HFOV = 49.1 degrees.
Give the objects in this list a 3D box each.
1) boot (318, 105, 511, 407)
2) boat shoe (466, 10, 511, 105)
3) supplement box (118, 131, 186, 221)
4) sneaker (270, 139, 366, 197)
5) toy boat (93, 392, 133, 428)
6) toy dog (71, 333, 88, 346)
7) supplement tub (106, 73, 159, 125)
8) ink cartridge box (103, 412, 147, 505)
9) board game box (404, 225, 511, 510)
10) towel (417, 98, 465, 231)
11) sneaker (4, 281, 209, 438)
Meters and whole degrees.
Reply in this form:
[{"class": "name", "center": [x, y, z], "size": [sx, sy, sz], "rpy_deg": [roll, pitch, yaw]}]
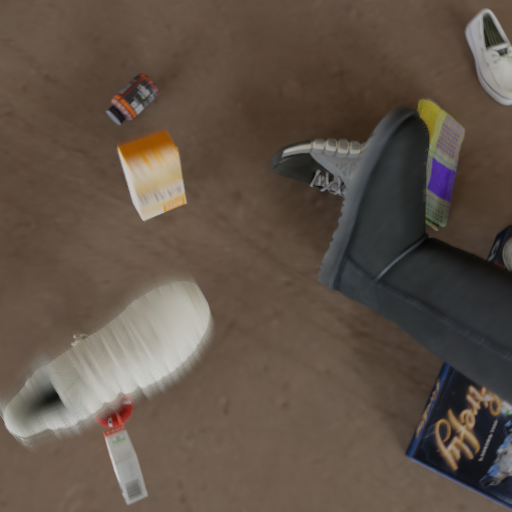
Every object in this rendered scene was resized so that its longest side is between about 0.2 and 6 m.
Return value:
[{"class": "boot", "center": [3.024, 0.146, 7.708], "size": [3.906, 3.219, 1.282], "rpy_deg": [35, 44, 25]}, {"class": "boat shoe", "center": [4.356, -3.640, 10.244], "size": [0.654, 0.594, 1.778], "rpy_deg": [-22, 78, -5]}, {"class": "supplement box", "center": [-1.681, -1.298, 9.224], "size": [0.848, 1.345, 0.495], "rpy_deg": [-24, 58, -15]}, {"class": "sneaker", "center": [1.570, -1.118, 9.502], "size": [2.628, 0.986, 1.518], "rpy_deg": [-1, 79, -1]}, {"class": "toy boat", "center": [-2.308, 2.223, 8.898], "size": [0.633, 0.634, 0.971], "rpy_deg": [-4, 77, -1]}, {"class": "toy dog", "center": [-2.833, 1.441, 9.191], "size": [0.399, 0.412, 0.287], "rpy_deg": [27, 79, 6]}, {"class": "supplement tub", "center": [-2.247, -2.810, 10.106], "size": [0.508, 0.508, 0.949], "rpy_deg": [42, 81, 9]}, {"class": "ink cartridge box", "center": [-1.950, 2.893, 8.117], "size": [0.324, 1.288, 0.702], "rpy_deg": [-17, 109, -21]}, {"class": "board game box", "center": [4.440, 1.886, 8.754], "size": [2.748, 0.702, 4.056], "rpy_deg": [24, 80, 10]}, {"class": "towel", "center": [3.015, -1.567, 9.526], "size": [1.407, 0.223, 1.959], "rpy_deg": [26, 75, -39]}, {"class": "sneaker", "center": [-1.999, 1.472, 7.647], "size": [3.138, 1.272, 1.179], "rpy_deg": [-36, 86, 1]}]
